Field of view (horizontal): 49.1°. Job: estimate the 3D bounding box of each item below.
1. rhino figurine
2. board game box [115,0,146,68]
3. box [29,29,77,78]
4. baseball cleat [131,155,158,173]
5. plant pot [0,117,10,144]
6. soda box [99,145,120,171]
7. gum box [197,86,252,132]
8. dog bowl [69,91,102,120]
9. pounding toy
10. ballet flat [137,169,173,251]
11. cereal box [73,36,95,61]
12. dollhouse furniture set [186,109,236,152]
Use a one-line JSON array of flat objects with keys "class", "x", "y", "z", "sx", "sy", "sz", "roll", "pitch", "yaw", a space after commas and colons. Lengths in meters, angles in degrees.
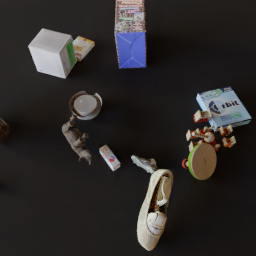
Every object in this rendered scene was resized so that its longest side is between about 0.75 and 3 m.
[{"class": "rhino figurine", "x": -1.837, "y": 0.518, "z": 10.405, "sx": 0.573, "sy": 0.838, "sz": 1.916, "roll": -21, "pitch": 77, "yaw": -46}, {"class": "board game box", "x": 0.166, "y": -4.547, "z": 13.115, "sx": 1.320, "sy": 2.173, "sz": 2.726, "roll": -1, "pitch": 59, "yaw": 3}, {"class": "box", "x": -3.386, "y": -3.400, "z": 12.826, "sx": 1.553, "sy": 1.545, "sz": 1.330, "roll": 17, "pitch": 58, "yaw": 11}, {"class": "baseball cleat", "x": 0.637, "y": 1.276, "z": 10.500, "sx": 1.031, "sy": 0.359, "sz": 0.549, "roll": 37, "pitch": 55, "yaw": 13}, {"class": "plant pot", "x": -5.490, "y": -0.092, "z": 10.807, "sx": 1.443, "sy": 1.458, "sz": 1.458, "roll": 38, "pitch": 64, "yaw": 14}, {"class": "soda box", "x": -0.688, "y": 1.121, "z": 10.575, "sx": 0.332, "sy": 0.311, "sz": 0.976, "roll": -30, "pitch": 62, "yaw": -18}, {"class": "gum box", "x": 4.000, "y": -0.836, "z": 11.814, "sx": 1.561, "sy": 0.409, "sz": 1.838, "roll": -14, "pitch": 58, "yaw": -9}, {"class": "dog bowl", "x": -1.780, "y": -0.942, "z": 11.890, "sx": 1.374, "sy": 0.403, "sz": 1.374, "roll": 0, "pitch": 56, "yaw": 0}, {"class": "pounding toy", "x": 2.528, "y": 0.991, "z": 10.319, "sx": 1.324, "sy": 0.796, "sz": 1.716, "roll": 2, "pitch": 90, "yaw": -34}, {"class": "ballet flat", "x": 0.913, "y": 2.552, "z": 9.015, "sx": 0.888, "sy": 0.821, "sz": 2.633, "roll": 20, "pitch": 67, "yaw": -19}, {"class": "cereal box", "x": -2.429, "y": -3.973, "z": 13.976, "sx": 0.970, "sy": 0.266, "sz": 1.348, "roll": 24, "pitch": 60, "yaw": 15}, {"class": "dollhouse furniture set", "x": 3.120, "y": 0.166, "z": 11.063, "sx": 1.669, "sy": 0.860, "sz": 1.651, "roll": -7, "pitch": 68, "yaw": -4}]
